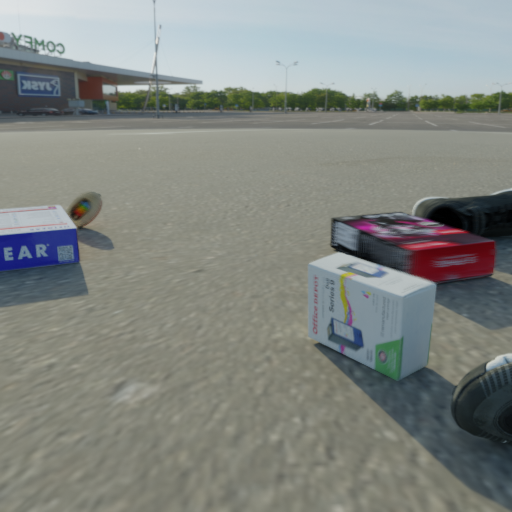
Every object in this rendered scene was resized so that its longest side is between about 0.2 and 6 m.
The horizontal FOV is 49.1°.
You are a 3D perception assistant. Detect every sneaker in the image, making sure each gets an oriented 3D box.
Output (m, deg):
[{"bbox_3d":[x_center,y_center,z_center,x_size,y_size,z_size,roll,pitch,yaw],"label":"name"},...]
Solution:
[{"bbox_3d":[2.686,1.202,4.134,2.319,0.770,1.049,2,13,0],"label":"sneaker"},{"bbox_3d":[4.346,-0.659,10.515,2.722,0.962,1.350,-1,17,16],"label":"sneaker"}]

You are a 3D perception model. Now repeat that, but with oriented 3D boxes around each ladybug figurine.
[{"bbox_3d":[-3.600,-0.950,11.799,0.645,0.950,0.342,51,4,24],"label":"ladybug figurine"}]

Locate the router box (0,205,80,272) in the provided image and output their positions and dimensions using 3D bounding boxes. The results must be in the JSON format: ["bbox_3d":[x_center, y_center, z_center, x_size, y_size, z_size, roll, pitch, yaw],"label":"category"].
[{"bbox_3d":[-4.510,-0.305,9.682,2.502,0.611,2.245,-7,17,-24],"label":"router box"}]

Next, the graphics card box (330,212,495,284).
[{"bbox_3d":[2.472,-0.189,9.289,1.539,0.624,2.452,-6,16,-20],"label":"graphics card box"}]

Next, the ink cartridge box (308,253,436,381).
[{"bbox_3d":[1.159,0.592,5.896,0.558,0.927,1.275,-16,25,-35],"label":"ink cartridge box"}]
